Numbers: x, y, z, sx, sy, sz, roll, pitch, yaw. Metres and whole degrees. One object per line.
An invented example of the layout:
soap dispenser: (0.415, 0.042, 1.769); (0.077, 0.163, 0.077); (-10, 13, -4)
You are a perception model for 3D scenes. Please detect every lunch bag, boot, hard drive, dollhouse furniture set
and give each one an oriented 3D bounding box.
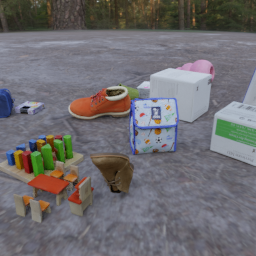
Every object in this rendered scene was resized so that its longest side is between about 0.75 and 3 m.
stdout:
lunch bag: (0.829, -0.111, 9.287); (1.546, 1.818, 1.126); (-3, 25, -9)
boot: (-1.221, -1.133, 11.644); (2.712, 1.454, 1.017); (-6, 61, 1)
boot: (-0.308, 1.092, 6.707); (0.759, 2.062, 0.778); (-3, 68, 18)
hard drive: (6.060, -1.818, 11.930); (1.798, 2.725, 0.346); (-3, 43, -6)
dollhouse furniture set: (-1.709, 1.479, 6.984); (1.659, 0.864, 1.677); (11, 27, 22)
lunch bag: (-5.828, -1.115, 12.298); (1.630, 1.107, 1.078); (-6, 26, -13)

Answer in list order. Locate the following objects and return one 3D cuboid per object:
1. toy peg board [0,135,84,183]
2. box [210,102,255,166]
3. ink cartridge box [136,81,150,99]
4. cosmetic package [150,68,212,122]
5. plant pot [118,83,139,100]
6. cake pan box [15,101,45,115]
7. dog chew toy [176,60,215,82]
toy peg board: (-2.665, 0.733, 8.555); (1.846, 0.907, 1.854); (16, 29, 30)
box: (3.849, 0.115, 9.295); (1.614, 1.389, 1.622); (20, 33, 37)
ink cartridge box: (2.215, -2.071, 14.973); (2.888, 0.629, 2.506); (10, 28, 20)
cosmetic package: (2.296, -1.517, 12.381); (2.132, 1.759, 1.758); (18, 30, 34)
plant pot: (0.004, -1.639, 13.846); (0.941, 0.991, 0.991); (6, 22, -19)
cake pan box: (-4.520, -0.920, 12.899); (0.964, 0.274, 1.046); (5, 25, 16)
dog chew toy: (3.716, -3.122, 16.341); (2.451, 1.526, 1.526); (1, 21, 36)
